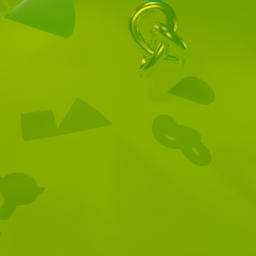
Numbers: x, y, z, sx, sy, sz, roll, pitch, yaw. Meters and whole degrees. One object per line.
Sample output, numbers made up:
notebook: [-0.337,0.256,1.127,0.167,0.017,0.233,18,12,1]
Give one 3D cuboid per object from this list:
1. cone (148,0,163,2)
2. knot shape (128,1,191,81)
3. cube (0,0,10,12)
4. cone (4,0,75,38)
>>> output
cone: [0.854,-3.719,7.456,1.285,1.289,1.285,30,13,-8]
knot shape: [0.716,-1.845,6.215,0.810,1.752,1.639,-15,31,-32]
cube: [-3.266,-3.024,6.303,0.832,0.832,0.832,-16,31,-8]
cone: [-2.198,-2.677,6.508,1.395,1.390,1.390,-27,50,-35]
